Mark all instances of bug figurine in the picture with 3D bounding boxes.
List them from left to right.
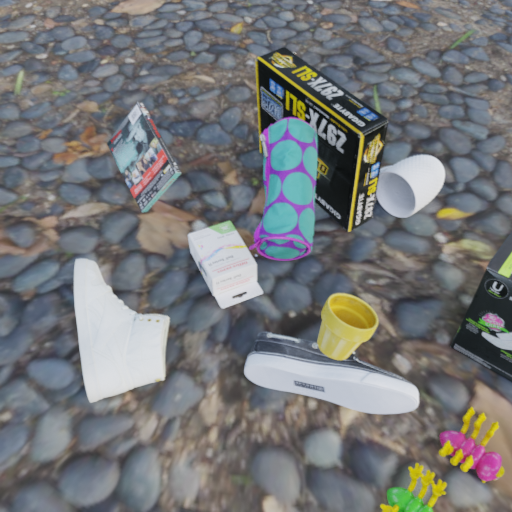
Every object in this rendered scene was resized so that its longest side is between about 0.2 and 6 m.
[{"bbox_3d":[3.231,3.606,7.819,3.063,0.788,2.375,-38,53,-23],"label":"bug figurine"}]

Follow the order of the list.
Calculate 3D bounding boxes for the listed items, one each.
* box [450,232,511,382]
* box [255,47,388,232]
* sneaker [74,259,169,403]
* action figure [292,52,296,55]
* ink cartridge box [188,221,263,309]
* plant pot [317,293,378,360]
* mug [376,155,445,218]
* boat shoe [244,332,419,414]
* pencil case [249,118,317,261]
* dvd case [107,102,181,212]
[{"bbox_3d":[4.457,0.749,9.334,1.381,2.222,1.650,31,56,24],"label":"box"},{"bbox_3d":[1.256,-2.477,11.884,0.815,2.637,3.303,-29,55,-21],"label":"box"},{"bbox_3d":[-2.348,1.131,9.921,1.565,0.997,2.707,-12,59,-12],"label":"sneaker"},{"bbox_3d":[0.832,-5.206,15.546,1.445,0.737,0.859,18,41,17],"label":"action figure"},{"bbox_3d":[-0.598,0.145,10.972,0.965,0.555,1.648,-20,52,-16],"label":"ink cartridge box"},{"bbox_3d":[1.257,1.072,8.103,0.794,0.747,0.794,15,31,-9],"label":"plant pot"},{"bbox_3d":[3.290,-1.660,12.263,1.311,1.104,1.496,-33,38,-27],"label":"mug"},{"bbox_3d":[1.264,1.845,9.274,2.836,1.017,0.961,8,50,16],"label":"boat shoe"},{"bbox_3d":[0.444,-1.013,8.601,0.960,0.884,2.076,10,69,-19],"label":"pencil case"},{"bbox_3d":[-1.923,-1.660,9.459,0.166,1.100,1.507,-9,63,-52],"label":"dvd case"}]
